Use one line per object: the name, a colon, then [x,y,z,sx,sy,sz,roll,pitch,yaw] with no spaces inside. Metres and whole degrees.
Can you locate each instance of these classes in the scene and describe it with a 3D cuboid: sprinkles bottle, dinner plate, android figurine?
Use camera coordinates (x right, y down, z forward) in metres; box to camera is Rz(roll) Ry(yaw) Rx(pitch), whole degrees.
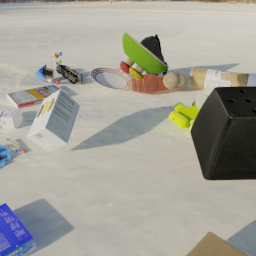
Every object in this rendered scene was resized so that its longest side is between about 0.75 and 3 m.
sprinkles bottle: [4.135,-2.038,12.222,2.791,0.952,0.952,11,30,21]
dinner plate: [-0.754,-2.235,12.950,2.041,0.247,2.041,13,35,-9]
android figurine: [2.602,-0.331,9.470,2.222,0.501,2.441,-8,27,-15]

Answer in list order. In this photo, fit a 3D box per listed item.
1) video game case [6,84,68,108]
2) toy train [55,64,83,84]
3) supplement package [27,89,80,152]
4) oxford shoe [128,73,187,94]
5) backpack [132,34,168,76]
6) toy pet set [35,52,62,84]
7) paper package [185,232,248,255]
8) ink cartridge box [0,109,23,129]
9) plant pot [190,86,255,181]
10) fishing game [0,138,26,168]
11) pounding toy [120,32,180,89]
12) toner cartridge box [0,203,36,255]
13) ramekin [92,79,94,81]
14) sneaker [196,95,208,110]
video game case: [-3.811,-1.376,11.778,2.137,0.186,1.528,-18,32,-30]
toy train: [-2.951,-2.749,14.148,0.670,0.499,2.927,-3,24,-32]
supplement package: [-2.019,-0.209,7.736,0.819,0.789,1.440,-23,41,32]
oxford shoe: [1.266,-1.883,12.341,2.508,0.888,0.926,0,-1,5]
backpack: [0.907,-3.074,13.071,1.406,1.853,2.221,-10,-4,-5]
toy pet set: [-3.776,-2.797,13.225,0.781,1.470,1.372,7,-8,-36]
paper package: [1.345,2.410,3.928,1.353,0.735,1.420,-24,37,-38]
ink cartridge box: [-4.241,-0.326,9.485,1.067,0.442,0.781,0,28,0]
plant pot: [2.814,0.020,7.072,1.952,1.736,1.957,-1,40,0]
fishing game: [-3.911,0.758,7.588,1.425,0.309,1.989,25,36,34]
pounding toy: [0.424,-1.623,7.563,1.917,0.890,1.480,38,15,-6]
toner cartridge box: [-2.319,1.961,5.285,0.598,0.272,1.258,-24,36,-36]
ramekin: [-1.304,-2.687,13.961,1.055,0.491,1.055,-1,28,0]
sneaker: [2.930,-0.734,9.393,0.748,0.539,1.431,4,17,-25]
